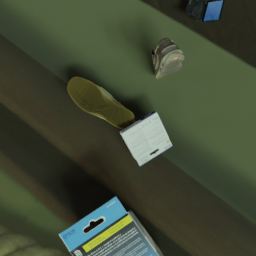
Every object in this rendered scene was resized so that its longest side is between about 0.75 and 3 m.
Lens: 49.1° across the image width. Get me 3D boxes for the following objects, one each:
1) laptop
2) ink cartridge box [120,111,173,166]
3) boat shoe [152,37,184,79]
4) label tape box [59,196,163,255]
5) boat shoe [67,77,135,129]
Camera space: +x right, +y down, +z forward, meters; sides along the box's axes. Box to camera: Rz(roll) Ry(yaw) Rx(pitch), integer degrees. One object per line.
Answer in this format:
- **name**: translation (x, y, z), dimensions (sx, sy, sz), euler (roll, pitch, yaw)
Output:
- **laptop**: translation (2.456, -3.901, 8.933), dimensions (1.013, 0.523, 0.897), euler (27, 67, -19)
- **ink cartridge box**: translation (0.535, 0.309, 8.007), dimensions (1.169, 0.258, 1.190), euler (-31, 113, -8)
- **boat shoe**: translation (1.078, -1.971, 7.896), dimensions (0.770, 2.067, 0.758), euler (-22, 87, -4)
- **label tape box**: translation (-0.342, 3.068, 7.240), dimensions (1.736, 0.801, 2.423), euler (-34, 97, 0)
- **boat shoe**: translation (-0.774, -0.726, 8.315), dimensions (2.245, 0.706, 0.819), euler (30, 96, 3)
